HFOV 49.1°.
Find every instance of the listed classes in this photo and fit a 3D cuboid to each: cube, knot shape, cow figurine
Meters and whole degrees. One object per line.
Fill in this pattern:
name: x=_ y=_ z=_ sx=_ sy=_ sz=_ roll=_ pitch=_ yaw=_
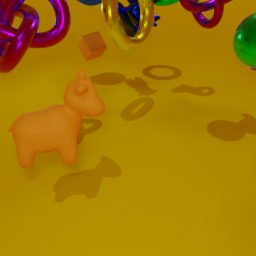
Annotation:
cube: x=-1.304 y=-2.975 z=10.194 sx=0.704 sy=0.704 sz=0.704 roll=-28 pitch=0 yaw=-29
knot shape: x=-1.887 y=-1.956 z=5.084 sx=1.698 sy=0.838 sz=1.814 roll=-25 pitch=72 yaw=-5
knot shape: x=2.057 y=-3.499 z=7.430 sx=1.554 sy=1.660 sz=0.767 roll=23 pitch=64 yaw=-23
cow figurine: x=0.265 y=-3.224 z=8.450 sx=0.925 sy=1.686 sz=1.659 roll=-31 pitch=69 yaw=-5
cow figurine: x=-1.104 y=-0.166 z=4.373 sx=1.479 sy=1.456 sz=0.812 roll=-5 pitch=21 yaw=-15

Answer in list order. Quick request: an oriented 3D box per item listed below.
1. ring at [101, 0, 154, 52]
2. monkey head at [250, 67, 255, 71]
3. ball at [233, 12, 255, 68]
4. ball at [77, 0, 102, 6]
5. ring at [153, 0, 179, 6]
ring: x=0.046 y=-2.593 z=6.293 sx=0.341 sy=1.704 sz=1.704 roll=11 pitch=31 yaw=37
monkey head: x=3.519 y=-1.336 z=6.530 sx=1.455 sy=0.877 sz=1.047 roll=24 pitch=11 yaw=-10
ball: x=2.580 y=-1.686 z=5.378 sx=1.070 sy=1.070 sz=1.070 roll=0 pitch=31 yaw=0
ball: x=-1.105 y=-4.298 z=8.171 sx=1.346 sy=1.346 sz=1.346 roll=0 pitch=31 yaw=0
ring: x=1.172 y=-4.661 z=8.894 sx=1.772 sy=0.354 sz=1.772 roll=-3 pitch=73 yaw=9
